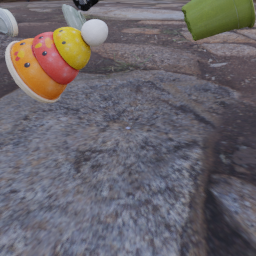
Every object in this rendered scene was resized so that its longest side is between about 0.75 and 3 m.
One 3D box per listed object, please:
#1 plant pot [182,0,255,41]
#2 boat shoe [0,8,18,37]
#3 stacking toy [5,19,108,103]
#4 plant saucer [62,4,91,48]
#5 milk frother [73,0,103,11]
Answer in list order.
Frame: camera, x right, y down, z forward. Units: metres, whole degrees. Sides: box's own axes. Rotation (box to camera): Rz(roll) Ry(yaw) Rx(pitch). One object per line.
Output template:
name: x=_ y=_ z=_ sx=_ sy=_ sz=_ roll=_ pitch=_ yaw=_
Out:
plant pot: x=2.936 y=-3.957 z=9.534 sx=1.936 sy=2.038 sz=2.038 roll=-23 pitch=27 yaw=13
boat shoe: x=-3.035 y=-2.422 z=6.153 sx=1.532 sy=0.535 sz=0.546 roll=37 pitch=45 yaw=21
stacking toy: x=-1.271 y=-1.551 z=5.643 sx=2.006 sy=1.466 sz=1.466 roll=-29 pitch=24 yaw=19
plant saucer: x=-1.828 y=-3.926 z=10.848 sx=0.490 sy=1.953 sz=1.953 roll=-25 pitch=29 yaw=9
milk frother: x=-0.856 y=-4.218 z=8.458 sx=1.283 sy=1.158 sz=1.207 roll=29 pitch=56 yaw=15
